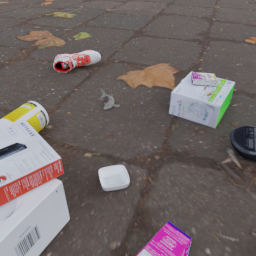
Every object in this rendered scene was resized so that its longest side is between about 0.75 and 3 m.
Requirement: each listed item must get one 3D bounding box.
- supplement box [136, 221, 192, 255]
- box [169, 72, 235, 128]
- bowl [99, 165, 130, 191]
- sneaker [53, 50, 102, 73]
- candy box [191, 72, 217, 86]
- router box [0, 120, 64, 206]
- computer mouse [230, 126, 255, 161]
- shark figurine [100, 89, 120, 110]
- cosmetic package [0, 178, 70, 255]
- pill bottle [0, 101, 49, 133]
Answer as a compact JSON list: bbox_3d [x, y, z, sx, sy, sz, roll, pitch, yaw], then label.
[{"bbox_3d":[0.787,3.135,6.723,0.781,0.765,1.512,30,46,33],"label":"supplement box"},{"bbox_3d":[3.287,-1.363,12.407,2.149,1.177,2.435,19,41,23],"label":"box"},{"bbox_3d":[-0.451,1.654,9.069,0.934,0.349,0.933,-9,38,-11],"label":"bowl"},{"bbox_3d":[-2.857,-3.707,15.822,2.707,0.904,1.451,-2,38,3],"label":"sneaker"},{"bbox_3d":[3.304,-2.143,12.234,1.011,0.308,0.689,5,36,3],"label":"candy box"},{"bbox_3d":[-3.097,0.827,7.179,2.024,0.551,2.255,-26,43,-31],"label":"router box"},{"bbox_3d":[4.993,0.786,9.853,2.893,0.763,2.003,14,55,11],"label":"computer mouse"},{"bbox_3d":[-0.855,-1.400,13.014,0.814,0.569,1.363,-8,39,-12],"label":"shark figurine"},{"bbox_3d":[-3.474,2.276,7.096,2.739,1.684,2.730,19,41,24],"label":"cosmetic package"},{"bbox_3d":[-4.154,-0.021,10.579,1.215,1.215,2.184,17,39,22],"label":"pill bottle"}]
